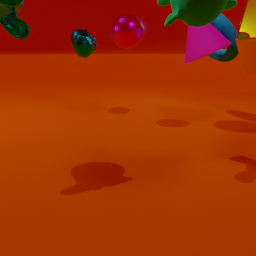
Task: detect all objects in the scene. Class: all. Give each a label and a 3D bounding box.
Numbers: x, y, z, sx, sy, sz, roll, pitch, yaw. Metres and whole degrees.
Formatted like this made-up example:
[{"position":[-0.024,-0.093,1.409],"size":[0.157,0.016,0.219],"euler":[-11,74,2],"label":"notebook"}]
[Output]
[{"position":[-1.537,-3.090,10.159],"size":[0.822,1.044,1.679],"euler":[-17,2,10],"label":"teapot"},{"position":[2.921,-1.842,5.631],"size":[1.090,1.090,1.090],"euler":[8,-23,34],"label":"cube"},{"position":[1.094,-2.233,4.960],"size":[1.688,1.017,1.215],"euler":[-24,4,-27],"label":"monkey head"},{"position":[2.027,-2.775,8.000],"size":[1.377,1.382,1.377],"euler":[-23,11,4],"label":"cone"},{"position":[-0.018,-2.849,8.298],"size":[0.977,0.977,0.977],"euler":[0,16,0],"label":"ball"},{"position":[-2.419,-2.239,4.555],"size":[1.361,1.892,1.140],"euler":[-50,21,-22],"label":"monkey head"},{"position":[2.806,-3.019,9.202],"size":[0.406,2.032,2.032],"euler":[-43,26,-5],"label":"ring"}]
